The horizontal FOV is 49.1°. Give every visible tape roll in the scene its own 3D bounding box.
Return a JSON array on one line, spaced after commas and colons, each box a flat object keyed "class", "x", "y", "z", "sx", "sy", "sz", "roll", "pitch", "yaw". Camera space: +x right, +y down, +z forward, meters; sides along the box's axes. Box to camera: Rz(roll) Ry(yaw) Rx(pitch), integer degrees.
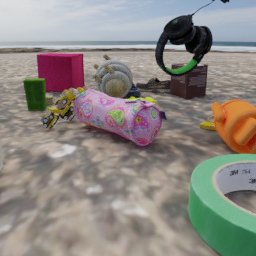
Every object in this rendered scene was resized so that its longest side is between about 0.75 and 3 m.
[{"class": "tape roll", "x": 2.353, "y": 1.230, "z": 4.552, "sx": 2.661, "sy": 0.640, "sz": 2.661, "roll": -1, "pitch": 19, "yaw": 0}]

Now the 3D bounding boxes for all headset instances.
[{"class": "headset", "x": 2.147, "y": -3.027, "z": 9.230, "sx": 1.824, "sy": 2.954, "sz": 1.388, "roll": 14, "pitch": 23, "yaw": -35}]

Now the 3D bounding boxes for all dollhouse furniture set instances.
[{"class": "dollhouse furniture set", "x": -2.903, "y": -1.546, "z": 11.776, "sx": 2.452, "sy": 1.231, "sz": 1.606, "roll": -2, "pitch": 19, "yaw": -6}]

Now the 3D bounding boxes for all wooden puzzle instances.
[{"class": "wooden puzzle", "x": 3.816, "y": -0.269, "z": 9.471, "sx": 2.690, "sy": 0.315, "sz": 1.815, "roll": -16, "pitch": 25, "yaw": -41}]

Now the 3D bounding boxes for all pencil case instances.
[{"class": "pencil case", "x": -0.368, "y": -0.429, "z": 8.483, "sx": 1.308, "sy": 1.308, "sz": 2.991, "roll": -17, "pitch": 24, "yaw": -40}]

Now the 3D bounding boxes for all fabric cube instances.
[{"class": "fabric cube", "x": -3.597, "y": -3.089, "z": 15.295, "sx": 1.930, "sy": 1.900, "sz": 1.937, "roll": 3, "pitch": 18, "yaw": 9}]

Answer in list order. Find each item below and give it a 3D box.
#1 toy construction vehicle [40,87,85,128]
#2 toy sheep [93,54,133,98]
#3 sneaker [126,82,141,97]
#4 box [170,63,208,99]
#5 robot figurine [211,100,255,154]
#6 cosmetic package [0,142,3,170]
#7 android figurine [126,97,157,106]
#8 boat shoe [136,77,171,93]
[{"class": "toy construction vehicle", "x": -2.159, "y": -0.740, "z": 9.297, "sx": 0.543, "sy": 1.542, "sz": 1.343, "roll": 40, "pitch": 12, "yaw": 13}, {"class": "toy sheep", "x": -0.696, "y": -2.378, "z": 13.218, "sx": 1.958, "sy": 1.958, "sz": 2.839, "roll": 0, "pitch": 36, "yaw": -1}, {"class": "sneaker", "x": 0.095, "y": -2.031, "z": 13.922, "sx": 0.660, "sy": 0.772, "sz": 1.881, "roll": -8, "pitch": 20, "yaw": -22}, {"class": "box", "x": 2.931, "y": -2.331, "z": 13.595, "sx": 1.284, "sy": 1.548, "sz": 1.271, "roll": -9, "pitch": 20, "yaw": -27}, {"class": "robot figurine", "x": 3.028, "y": -0.090, "z": 7.532, "sx": 1.507, "sy": 1.222, "sz": 2.096, "roll": -4, "pitch": 18, "yaw": 3}, {"class": "cosmetic package", "x": -4.199, "y": 0.655, "z": 5.409, "sx": 2.990, "sy": 1.093, "sz": 1.548, "roll": -5, "pitch": 15, "yaw": -10}, {"class": "android figurine", "x": 0.219, "y": -0.909, "z": 11.209, "sx": 1.881, "sy": 0.424, "sz": 2.067, "roll": -6, "pitch": 18, "yaw": -18}, {"class": "boat shoe", "x": 1.414, "y": -2.313, "z": 14.789, "sx": 2.034, "sy": 0.746, "sz": 0.758, "roll": 6, "pitch": 20, "yaw": 18}]
